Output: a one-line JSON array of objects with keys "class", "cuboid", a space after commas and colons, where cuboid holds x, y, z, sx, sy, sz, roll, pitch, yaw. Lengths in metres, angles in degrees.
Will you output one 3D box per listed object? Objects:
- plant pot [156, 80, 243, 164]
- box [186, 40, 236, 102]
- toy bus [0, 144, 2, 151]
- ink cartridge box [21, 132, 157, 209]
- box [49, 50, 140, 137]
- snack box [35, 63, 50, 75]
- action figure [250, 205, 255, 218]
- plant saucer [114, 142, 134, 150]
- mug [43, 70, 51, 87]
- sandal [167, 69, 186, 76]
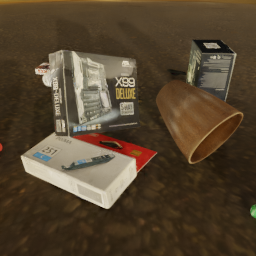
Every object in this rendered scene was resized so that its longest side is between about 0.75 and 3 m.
[{"class": "plant pot", "cuboid": [1.800, -0.385, 8.039, 1.923, 1.923, 2.058, -22, 59, -32]}, {"class": "box", "cuboid": [3.463, -2.455, 12.093, 1.384, 2.195, 2.233, 0, 31, 1]}, {"class": "toy bus", "cuboid": [-4.587, 0.821, 7.528, 2.129, 1.445, 2.044, 9, 19, 20]}, {"class": "ink cartridge box", "cuboid": [-1.037, 0.739, 8.009, 2.949, 0.659, 2.598, 15, 37, 29]}, {"class": "box", "cuboid": [-0.912, -1.056, 8.777, 0.745, 2.361, 2.995, 1, 5, 43]}, {"class": "snack box", "cuboid": [-3.429, -3.114, 15.033, 2.845, 0.346, 1.023, 6, 31, 10]}, {"class": "action figure", "cuboid": [4.198, 1.698, 6.516, 2.750, 0.752, 1.625, -9, 32, -1]}, {"class": "plant saucer", "cuboid": [-0.012, 0.794, 8.607, 0.968, 0.178, 0.966, -18, 35, -29]}, {"class": "mug", "cuboid": [-3.455, -2.302, 13.365, 1.082, 0.799, 0.948, 46, 50, 11]}, {"class": "sandal", "cuboid": [2.562, -2.894, 14.826, 1.064, 0.255, 0.400, 9, 29, -9]}]
